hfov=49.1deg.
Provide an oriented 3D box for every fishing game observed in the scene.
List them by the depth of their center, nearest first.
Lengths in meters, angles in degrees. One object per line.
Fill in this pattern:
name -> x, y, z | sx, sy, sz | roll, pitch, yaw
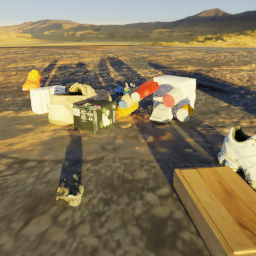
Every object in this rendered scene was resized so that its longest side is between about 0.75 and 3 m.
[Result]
fishing game -> 0.219, -1.690, 11.889 | 2.351, 0.366, 1.684 | -7, 18, -18

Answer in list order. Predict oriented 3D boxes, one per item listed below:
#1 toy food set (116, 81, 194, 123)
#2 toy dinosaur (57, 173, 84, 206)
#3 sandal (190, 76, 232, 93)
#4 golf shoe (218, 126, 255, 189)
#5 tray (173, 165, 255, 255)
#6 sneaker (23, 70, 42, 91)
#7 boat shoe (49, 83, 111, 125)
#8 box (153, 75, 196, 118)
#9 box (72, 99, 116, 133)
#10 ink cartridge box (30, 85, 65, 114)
toy food set -> 0.595, -0.617, 7.886 | 2.285, 1.091, 1.028 | 16, 38, 35
toy dinosaur -> -0.888, 1.015, 4.506 | 0.414, 0.312, 0.810 | 15, 13, 1
sandal -> 3.562, -1.864, 12.412 | 0.756, 0.426, 1.988 | -25, 40, -37
golf shoe -> 2.325, 0.537, 4.880 | 0.707, 0.877, 1.805 | -8, 23, -28
tray -> 1.405, 1.144, 3.929 | 0.989, 0.371, 2.005 | -3, 21, -8
sneaker -> -4.219, -2.088, 12.324 | 0.767, 0.811, 2.103 | -3, 21, -12
boat shoe -> -1.382, -0.930, 8.853 | 1.033, 0.935, 2.899 | 8, 21, 21
box -> 1.436, -1.011, 8.803 | 0.738, 1.123, 1.129 | -17, 26, -39
box -> -0.902, -0.360, 7.700 | 0.765, 0.641, 1.031 | 12, 23, 30
ink cartridge box -> -2.583, -0.937, 9.156 | 0.432, 0.748, 1.029 | 18, 26, 41
